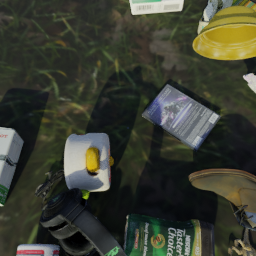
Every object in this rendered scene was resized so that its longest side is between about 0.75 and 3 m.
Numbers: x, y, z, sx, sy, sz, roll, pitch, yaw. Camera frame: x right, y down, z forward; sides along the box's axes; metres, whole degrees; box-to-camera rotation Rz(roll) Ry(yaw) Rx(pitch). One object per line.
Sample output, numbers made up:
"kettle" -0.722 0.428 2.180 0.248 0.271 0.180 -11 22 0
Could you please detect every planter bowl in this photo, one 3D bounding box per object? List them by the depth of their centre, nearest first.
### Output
"planter bowl" 2.248 -2.082 5.941 1.673 1.673 0.697 5 82 3

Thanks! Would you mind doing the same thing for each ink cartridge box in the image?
"ink cartridge box" -3.439 0.874 6.747 1.275 0.723 1.739 7 65 3
"ink cartridge box" 0.840 -4.891 9.658 1.727 0.537 2.146 -7 66 -4

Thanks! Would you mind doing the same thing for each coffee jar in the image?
"coffee jar" 0.876 2.412 5.961 1.903 0.812 0.992 4 65 2

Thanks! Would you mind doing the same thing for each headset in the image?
"headset" -1.010 1.836 5.854 2.850 1.760 1.339 22 52 37

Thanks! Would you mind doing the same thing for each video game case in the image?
"video game case" 1.448 -0.327 7.645 1.753 0.166 1.252 34 69 16

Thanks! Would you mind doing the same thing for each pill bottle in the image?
"pill bottle" -1.872 3.111 5.605 0.851 0.851 1.422 0 64 0

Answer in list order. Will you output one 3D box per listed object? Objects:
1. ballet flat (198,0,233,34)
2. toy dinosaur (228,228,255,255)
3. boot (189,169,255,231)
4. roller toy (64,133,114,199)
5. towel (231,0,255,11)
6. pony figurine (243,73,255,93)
"ballet flat" 2.783 -3.807 8.933 0.752 0.752 2.164 23 66 10
"toy dinosaur" 2.578 2.671 6.147 0.664 0.382 1.313 15 49 -16
"boot" 2.565 1.645 6.276 2.411 0.901 1.169 8 61 2
"roller toy" -0.844 0.766 6.437 1.025 1.467 1.338 -2 39 -1
"towel" 4.392 -3.587 9.184 2.337 0.211 1.006 38 71 16
"pony figurine" 4.270 -0.483 6.937 2.522 2.176 2.612 38 62 -18
